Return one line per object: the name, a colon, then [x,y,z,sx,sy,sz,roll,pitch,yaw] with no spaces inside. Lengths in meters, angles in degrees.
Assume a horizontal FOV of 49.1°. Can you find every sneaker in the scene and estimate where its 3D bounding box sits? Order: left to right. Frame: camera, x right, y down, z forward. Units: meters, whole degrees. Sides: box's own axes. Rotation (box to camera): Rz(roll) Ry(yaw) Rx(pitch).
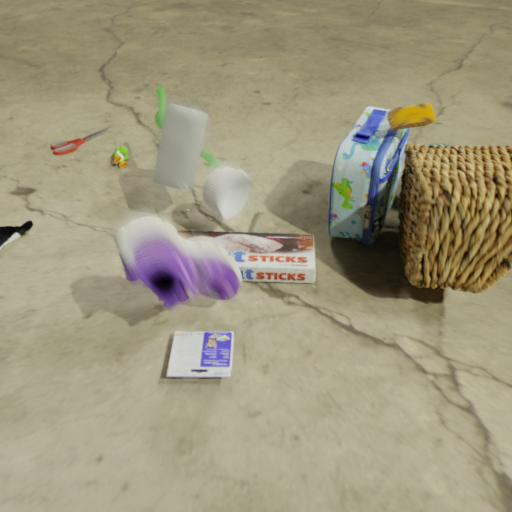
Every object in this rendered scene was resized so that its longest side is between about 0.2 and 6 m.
sneaker: [-1.212,0.359,8.901,1.079,2.676,1.116,-25,61,27]

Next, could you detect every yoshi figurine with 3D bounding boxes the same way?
yoshi figurine: [-3.578,-2.676,14.858,0.449,0.451,0.802,3,32,-22]

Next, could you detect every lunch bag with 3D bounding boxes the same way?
lunch bag: [2.449,-1.825,12.115,1.197,2.335,2.904,14,38,18]

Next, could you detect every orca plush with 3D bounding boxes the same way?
orca plush: [-5.626,-0.221,11.206,1.309,0.885,2.489,28,45,31]

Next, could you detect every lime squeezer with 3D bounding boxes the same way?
lime squeezer: [-1.774,-2.867,12.824,2.639,0.498,0.932,51,14,13]

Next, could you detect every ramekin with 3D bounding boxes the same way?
ramekin: [-0.631,-1.330,11.453,0.535,1.019,1.019,28,45,25]

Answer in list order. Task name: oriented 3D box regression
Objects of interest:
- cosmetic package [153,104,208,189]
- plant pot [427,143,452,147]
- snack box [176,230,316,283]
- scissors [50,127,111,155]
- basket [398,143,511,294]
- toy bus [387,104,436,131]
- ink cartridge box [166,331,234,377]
cosmetic package: [-1.584,-2.269,11.738,0.731,1.622,0.866,19,13,8]
plant pot: [4.188,-1.819,12.946,1.415,1.329,1.415,1,37,0]
snack box: [-0.516,-0.006,11.310,3.385,0.412,1.217,2,37,2]
scissors: [-4.850,-3.251,15.848,1.992,0.139,0.729,-26,42,-31]
basket: [4.022,-0.666,10.564,2.377,2.278,3.191,2,27,7]
toy bus: [2.999,-2.704,10.929,1.082,0.352,0.424,-15,-2,-25]
ink cartridge box: [-0.907,1.673,9.261,1.038,0.227,1.048,1,35,1]
